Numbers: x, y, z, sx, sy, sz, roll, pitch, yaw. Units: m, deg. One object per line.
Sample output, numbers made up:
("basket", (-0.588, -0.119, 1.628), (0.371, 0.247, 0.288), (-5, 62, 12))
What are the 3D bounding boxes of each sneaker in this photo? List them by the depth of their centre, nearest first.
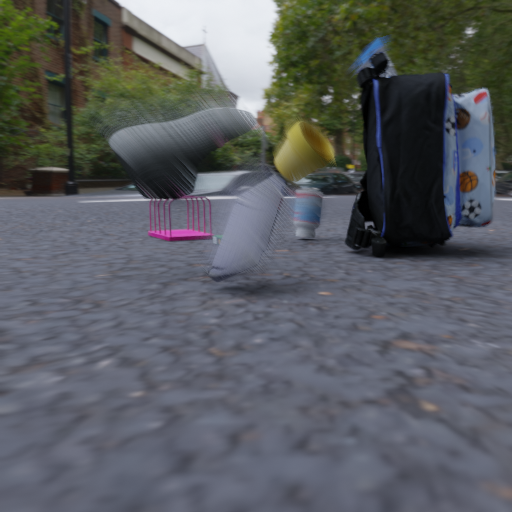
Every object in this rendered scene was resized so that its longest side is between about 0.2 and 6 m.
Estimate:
("sneaker", (-0.918, -1.459, 8.298), (2.213, 1.097, 0.782), (-18, -11, -20))

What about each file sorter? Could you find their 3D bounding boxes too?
("file sorter", (-1.781, -0.908, 13.033), (1.079, 0.973, 1.552), (-5, 9, -28))

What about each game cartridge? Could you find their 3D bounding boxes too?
("game cartridge", (-0.095, -0.339, 6.920), (0.252, 1.315, 0.853), (39, -38, -29))

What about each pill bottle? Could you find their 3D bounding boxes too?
("pill bottle", (1.151, -0.941, 12.576), (0.565, 1.040, 0.565), (5, 4, 0))

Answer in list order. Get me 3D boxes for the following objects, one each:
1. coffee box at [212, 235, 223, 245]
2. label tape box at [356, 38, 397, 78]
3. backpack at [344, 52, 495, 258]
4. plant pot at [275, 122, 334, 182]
("coffee box", (-0.532, -0.309, 11.530), (0.520, 0.186, 0.845), (-4, 8, -24))
("label tape box", (2.274, -3.662, 10.881), (0.285, 0.900, 0.649), (-16, -13, -31))
("backpack", (3.156, -1.731, 10.989), (2.736, 3.552, 3.383), (3, 1, 6))
("plant pot", (1.010, -2.247, 12.523), (1.019, 1.083, 1.083), (-45, -20, 32))
